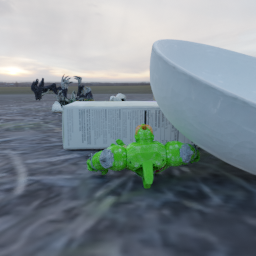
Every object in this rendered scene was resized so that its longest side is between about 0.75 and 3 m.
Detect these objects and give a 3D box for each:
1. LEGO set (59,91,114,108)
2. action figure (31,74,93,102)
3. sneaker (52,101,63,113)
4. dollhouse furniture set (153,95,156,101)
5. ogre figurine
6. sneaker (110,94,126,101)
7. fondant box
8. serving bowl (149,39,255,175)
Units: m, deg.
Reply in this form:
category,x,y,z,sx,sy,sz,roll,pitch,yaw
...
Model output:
category,x,y,z,sx,sy,sz,roll,pitch,yaw
LEGO set,-1.252,-0.536,9.055,1.839,0.802,2.832,-4,22,-12
action figure,-2.455,-1.522,11.653,2.876,1.467,1.709,13,6,4
sneaker,-2.800,-0.801,11.473,0.519,0.441,1.173,11,13,-11
dollhouse furniture set,1.326,-0.737,8.238,1.432,1.106,2.865,-1,8,-13
ogre figurine,0.188,0.311,2.943,1.246,0.611,0.747,15,-9,1
sneaker,-0.378,-1.529,15.886,0.806,0.664,1.753,11,19,19
fondant box,0.175,-0.133,5.316,2.537,0.739,1.830,0,8,-4
serving bowl,1.558,-0.198,3.442,2.877,0.946,2.877,12,26,-6
